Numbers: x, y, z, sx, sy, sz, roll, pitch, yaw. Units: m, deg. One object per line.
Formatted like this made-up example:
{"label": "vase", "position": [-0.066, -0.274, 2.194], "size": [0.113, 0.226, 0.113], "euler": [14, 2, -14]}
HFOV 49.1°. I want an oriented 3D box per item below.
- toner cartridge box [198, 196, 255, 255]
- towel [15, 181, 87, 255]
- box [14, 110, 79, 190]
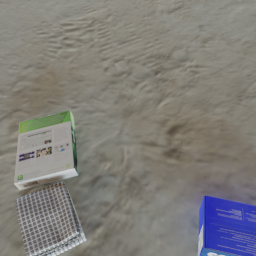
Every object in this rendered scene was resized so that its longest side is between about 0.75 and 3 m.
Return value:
{"label": "toner cartridge box", "position": [2.617, 2.125, 5.211], "size": [2.518, 0.544, 1.196], "euler": [11, 39, 8]}
{"label": "towel", "position": [-1.573, 1.832, 5.591], "size": [1.105, 0.571, 1.335], "euler": [-20, 55, -14]}
{"label": "box", "position": [-1.913, 0.450, 6.620], "size": [1.347, 0.339, 1.867], "euler": [-14, 49, 0]}
